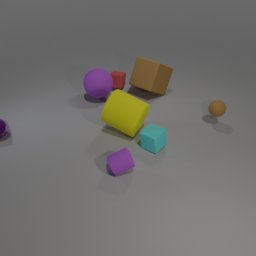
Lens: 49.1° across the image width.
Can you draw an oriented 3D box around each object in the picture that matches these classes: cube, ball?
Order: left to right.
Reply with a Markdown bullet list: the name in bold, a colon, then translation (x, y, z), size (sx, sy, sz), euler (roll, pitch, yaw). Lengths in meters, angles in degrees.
- **ball**: translation (-1.411, -2.122, 13.285), size (1.400, 1.400, 1.400), euler (0, 33, 0)
- **cube**: translation (-0.556, -2.522, 14.594), size (0.700, 0.700, 0.700), euler (11, 28, 13)
- **cube**: translation (1.152, -2.572, 13.902), size (1.400, 1.400, 1.400), euler (26, 13, 35)
- **cube**: translation (0.925, 0.382, 10.252), size (0.700, 0.700, 0.700), euler (21, 45, 36)
- **ball**: translation (3.675, -0.800, 11.528), size (0.700, 0.700, 0.700), euler (0, 33, 0)

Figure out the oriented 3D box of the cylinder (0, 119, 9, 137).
- **cylinder**: translation (-5.002, -0.018, 10.774), size (0.700, 0.700, 0.700), euler (-9, 0, -14)

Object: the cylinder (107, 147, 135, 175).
- **cylinder**: translation (-0.224, 1.082, 9.083), size (0.700, 0.700, 0.700), euler (-26, 33, 6)

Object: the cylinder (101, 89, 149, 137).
- **cylinder**: translation (-0.096, -0.574, 10.808), size (1.400, 1.400, 1.400), euler (27, 39, 11)
